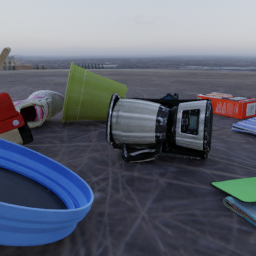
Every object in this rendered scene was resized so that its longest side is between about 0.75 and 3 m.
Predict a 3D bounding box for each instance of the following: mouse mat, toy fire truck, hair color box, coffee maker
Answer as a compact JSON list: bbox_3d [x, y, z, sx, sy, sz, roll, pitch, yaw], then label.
[{"bbox_3d":[2.479,1.112,5.245,1.509,0.057,1.214,-5,6,-12],"label":"mouse mat"},{"bbox_3d":[-3.449,-0.782,7.512,1.571,2.441,2.149,-23,23,-24],"label":"toy fire truck"},{"bbox_3d":[4.323,-1.025,12.312,1.229,0.741,2.421,-11,18,-32],"label":"hair color box"},{"bbox_3d":[0.923,-0.109,7.201,2.410,1.623,2.315,5,15,16],"label":"coffee maker"}]

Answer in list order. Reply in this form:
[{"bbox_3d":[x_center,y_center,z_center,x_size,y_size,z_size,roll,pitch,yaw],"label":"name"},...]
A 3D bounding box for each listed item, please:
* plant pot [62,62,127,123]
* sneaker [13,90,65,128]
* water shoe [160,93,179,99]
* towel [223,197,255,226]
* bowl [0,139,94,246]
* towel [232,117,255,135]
[{"bbox_3d":[-1.239,-1.135,10.670,2.190,2.306,2.306,10,13,-11],"label":"plant pot"},{"bbox_3d":[-3.316,-0.594,10.178,1.274,1.175,2.889,12,28,35],"label":"sneaker"},{"bbox_3d":[2.052,-1.593,14.821,1.392,0.549,0.498,-8,17,-27],"label":"water shoe"},{"bbox_3d":[2.474,1.309,4.700,1.414,0.153,1.037,-6,17,-24],"label":"towel"},{"bbox_3d":[-1.859,0.735,4.039,2.764,0.542,2.764,23,1,0],"label":"bowl"},{"bbox_3d":[5.255,-0.004,9.487,2.985,0.356,2.161,-13,22,-36],"label":"towel"}]
